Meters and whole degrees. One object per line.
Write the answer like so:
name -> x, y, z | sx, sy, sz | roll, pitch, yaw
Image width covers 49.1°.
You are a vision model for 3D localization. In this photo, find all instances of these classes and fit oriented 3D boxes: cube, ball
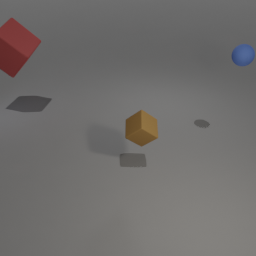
cube -> -4.608, -3.185, 11.167 | 1.400, 1.400, 1.400 | 37, 40, -22
cube -> 0.404, 0.016, 8.338 | 0.700, 0.700, 0.700 | 30, 45, -34
ball -> 3.716, -2.348, 9.043 | 0.700, 0.700, 0.700 | 0, 30, 0
